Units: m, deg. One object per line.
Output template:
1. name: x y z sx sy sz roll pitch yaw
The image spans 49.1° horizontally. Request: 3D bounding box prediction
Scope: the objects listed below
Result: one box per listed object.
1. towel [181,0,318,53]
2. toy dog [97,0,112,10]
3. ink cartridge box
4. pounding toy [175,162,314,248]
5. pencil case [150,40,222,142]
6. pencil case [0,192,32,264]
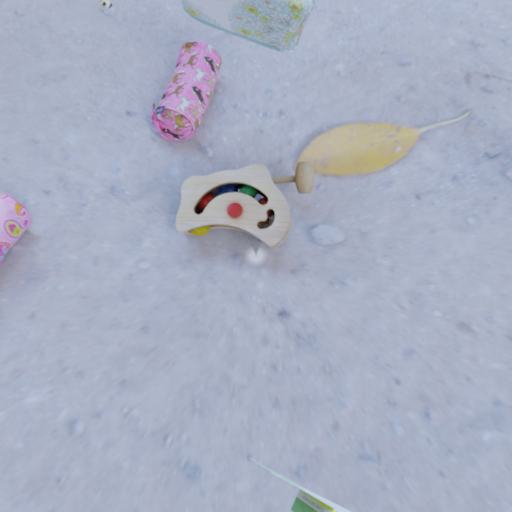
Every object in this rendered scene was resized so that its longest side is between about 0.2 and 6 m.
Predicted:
1. towel: -0.162 -4.023 8.798 2.112 1.808 0.509 18 85 -7
2. toy dog: -2.747 -4.659 10.286 0.214 0.297 0.306 4 53 -39
3. ink cartridge box: 0.414 1.870 4.146 0.997 0.726 0.239 29 73 -9
4. pounding toy: -0.112 -0.768 9.903 2.452 1.407 1.402 -10 86 4
5. pencil case: -1.395 -3.378 11.366 0.960 0.919 2.219 30 56 -22
6. pencil case: -4.691 -0.034 9.228 0.979 0.979 2.239 19 59 12
